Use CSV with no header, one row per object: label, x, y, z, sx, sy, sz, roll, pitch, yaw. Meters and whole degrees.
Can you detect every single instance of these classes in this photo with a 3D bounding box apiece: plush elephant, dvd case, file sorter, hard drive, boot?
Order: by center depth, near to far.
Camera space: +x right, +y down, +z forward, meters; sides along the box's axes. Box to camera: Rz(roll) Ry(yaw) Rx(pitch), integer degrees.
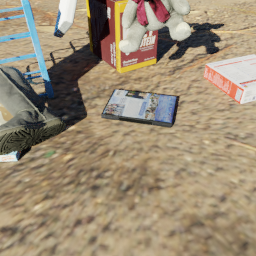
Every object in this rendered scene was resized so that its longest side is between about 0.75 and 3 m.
plush elephant,0.488,-2.977,6.201,1.679,1.579,2.039,-2,61,26
boot,-2.734,-0.559,6.390,2.214,0.804,2.013,49,29,14
dvd case,0.337,-0.564,7.617,1.864,0.164,1.330,8,39,10
hard drive,-1.618,-3.683,7.751,0.274,2.050,1.352,12,-5,-26
file sorter,-3.247,-2.205,7.809,1.599,2.606,1.809,-16,40,-13

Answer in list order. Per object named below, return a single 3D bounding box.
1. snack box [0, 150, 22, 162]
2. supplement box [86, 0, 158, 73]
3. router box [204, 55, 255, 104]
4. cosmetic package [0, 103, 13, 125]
snack box,-2.724,0.336,6.414,0.626,0.200,1.077,-2,38,-2
supplement box,-0.226,-3.492,9.701,1.507,2.239,2.270,-21,42,-25
router box,3.713,-1.577,8.653,2.004,0.490,1.799,-14,40,-17
cosmetic package,-3.050,-0.502,7.375,0.523,0.354,0.995,30,47,33
